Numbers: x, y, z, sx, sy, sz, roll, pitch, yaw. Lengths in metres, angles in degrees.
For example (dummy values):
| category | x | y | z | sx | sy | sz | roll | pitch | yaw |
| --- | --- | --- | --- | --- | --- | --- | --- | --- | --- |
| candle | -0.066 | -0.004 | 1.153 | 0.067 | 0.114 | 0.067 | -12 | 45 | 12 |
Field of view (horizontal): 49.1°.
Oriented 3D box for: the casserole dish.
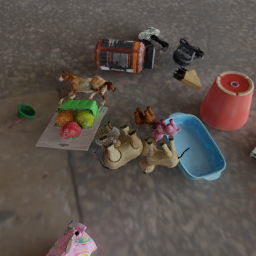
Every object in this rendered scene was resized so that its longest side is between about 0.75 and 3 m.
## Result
| category | x | y | z | sx | sy | sz | roll | pitch | yaw |
| --- | --- | --- | --- | --- | --- | --- | --- | --- | --- |
| casserole dish | 2.227 | 0.678 | 9.892 | 1.670 | 0.535 | 2.757 | -14 | 60 | -23 |

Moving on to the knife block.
| category | x | y | z | sx | sy | sz | roll | pitch | yaw |
| --- | --- | --- | --- | --- | --- | --- | --- | --- | --- |
| knife block | 2.379 | -1.978 | 11.490 | 0.996 | 0.363 | 1.134 | -21 | 85 | -26 |

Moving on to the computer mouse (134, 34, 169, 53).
| category | x | y | z | sx | sy | sz | roll | pitch | yaw |
| --- | --- | --- | --- | --- | --- | --- | --- | --- | --- |
| computer mouse | 1.057 | -4.000 | 14.167 | 2.102 | 0.484 | 1.476 | -33 | 60 | -32 |

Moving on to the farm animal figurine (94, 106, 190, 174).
| category | x | y | z | sx | sy | sz | roll | pitch | yaw |
| --- | --- | --- | --- | --- | --- | --- | --- | --- | --- |
| farm animal figurine | 0.350 | 0.657 | 9.501 | 2.883 | 1.520 | 2.915 | -19 | 29 | 1 |

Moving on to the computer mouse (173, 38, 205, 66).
| category | x | y | z | sx | sy | sz | roll | pitch | yaw |
| --- | --- | --- | --- | --- | --- | --- | --- | --- | --- |
| computer mouse | 2.735 | -3.456 | 13.425 | 1.465 | 0.558 | 2.115 | 37 | 44 | 4 |

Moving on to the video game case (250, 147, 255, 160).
| category | x | y | z | sx | sy | sz | roll | pitch | yaw |
| --- | --- | --- | --- | --- | --- | --- | --- | --- | --- |
| video game case | 5.504 | 0.881 | 10.160 | 1.486 | 0.294 | 1.639 | 36 | 59 | 26 |

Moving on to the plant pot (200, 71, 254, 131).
| category | x | y | z | sx | sy | sz | roll | pitch | yaw |
| --- | --- | --- | --- | --- | --- | --- | --- | --- | --- |
| plant pot | 3.920 | -1.125 | 10.918 | 1.935 | 1.712 | 1.935 | 0 | 51 | 0 |

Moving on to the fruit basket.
| category | x | y | z | sx | sy | sz | roll | pitch | yaw |
| --- | --- | --- | --- | --- | --- | --- | --- | --- | --- |
| fruit basket | -2.010 | -0.041 | 10.383 | 2.089 | 1.057 | 2.256 | 3 | 51 | 18 |

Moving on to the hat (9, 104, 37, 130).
| category | x | y | z | sx | sy | sz | roll | pitch | yaw |
| --- | --- | --- | --- | --- | --- | --- | --- | --- | --- |
| hat | -4.332 | -0.445 | 11.393 | 0.927 | 0.816 | 0.768 | 7 | 42 | -53 |

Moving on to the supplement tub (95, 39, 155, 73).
| category | x | y | z | sx | sy | sz | roll | pitch | yaw |
| --- | --- | --- | --- | --- | --- | --- | --- | --- | --- |
| supplement tub | -0.120 | -3.305 | 12.929 | 2.636 | 1.410 | 1.410 | 7 | 51 | 5 |

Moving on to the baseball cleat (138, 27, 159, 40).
| category | x | y | z | sx | sy | sz | roll | pitch | yaw |
| --- | --- | --- | --- | --- | --- | --- | --- | --- | --- |
| baseball cleat | 1.009 | -5.108 | 15.106 | 1.365 | 0.476 | 0.726 | -16 | 46 | -26 |

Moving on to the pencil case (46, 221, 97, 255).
| category | x | y | z | sx | sy | sz | roll | pitch | yaw |
| --- | --- | --- | --- | --- | --- | --- | --- | --- | --- |
| pencil case | -1.903 | 3.768 | 7.236 | 1.147 | 1.147 | 2.623 | 27 | 56 | 20 |

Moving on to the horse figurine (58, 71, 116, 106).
| category | x | y | z | sx | sy | sz | roll | pitch | yaw |
| --- | --- | --- | --- | --- | --- | --- | --- | --- | --- |
| horse figurine | -1.756 | -1.720 | 12.024 | 2.791 | 0.697 | 1.850 | 1 | 44 | 10 |
